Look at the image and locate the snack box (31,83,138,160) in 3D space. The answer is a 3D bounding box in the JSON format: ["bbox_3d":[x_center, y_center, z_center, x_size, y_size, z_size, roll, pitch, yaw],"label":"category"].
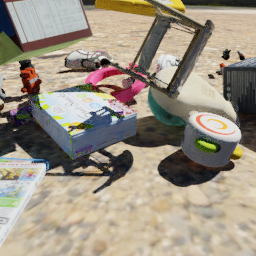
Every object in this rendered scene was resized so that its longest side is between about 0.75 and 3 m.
[{"bbox_3d":[-1.245,-0.338,7.708,2.004,0.804,2.376,-20,38,-33],"label":"snack box"}]

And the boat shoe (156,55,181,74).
[{"bbox_3d":[1.957,-2.745,12.400,0.970,0.841,2.276,14,21,18],"label":"boat shoe"}]

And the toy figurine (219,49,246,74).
[{"bbox_3d":[4.600,-2.902,12.342,1.048,1.065,0.741,8,39,9],"label":"toy figurine"}]

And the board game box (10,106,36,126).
[{"bbox_3d":[-2.819,-0.471,8.716,1.476,0.238,0.886,-15,36,-25],"label":"board game box"}]

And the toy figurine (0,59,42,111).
[{"bbox_3d":[-3.824,-1.372,9.353,1.846,1.304,1.875,-16,33,-17],"label":"toy figurine"}]

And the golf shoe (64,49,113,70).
[{"bbox_3d":[-1.786,-3.132,12.977,2.308,0.891,1.016,-15,38,-25],"label":"golf shoe"}]

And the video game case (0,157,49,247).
[{"bbox_3d":[-2.921,1.411,5.175,2.001,0.249,2.796,3,29,6],"label":"video game case"}]

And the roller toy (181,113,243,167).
[{"bbox_3d":[1.906,0.291,6.535,1.325,0.926,1.209,-3,33,-23],"label":"roller toy"}]

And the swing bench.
[{"bbox_3d":[0.849,-1.783,6.517,1.761,1.752,1.143,32,12,19],"label":"swing bench"}]

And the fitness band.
[{"bbox_3d":[-0.455,-1.601,10.013,2.099,0.547,2.922,-22,32,-4],"label":"fitness band"}]

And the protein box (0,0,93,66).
[{"bbox_3d":[-2.290,-2.534,6.982,1.900,1.282,1.887,-28,19,-35],"label":"protein box"}]

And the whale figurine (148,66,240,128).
[{"bbox_3d":[1.846,-0.623,8.115,2.714,1.408,2.159,21,46,-7],"label":"whale figurine"}]

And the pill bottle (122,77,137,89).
[{"bbox_3d":[0.200,-1.770,10.840,0.806,0.456,0.456,-17,32,-30],"label":"pill bottle"}]

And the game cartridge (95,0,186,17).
[{"bbox_3d":[0.342,-4.183,9.032,2.668,0.433,2.352,6,38,-7],"label":"game cartridge"}]

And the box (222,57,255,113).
[{"bbox_3d":[4.585,-1.340,8.524,1.971,1.422,2.655,-23,23,-36],"label":"box"}]
